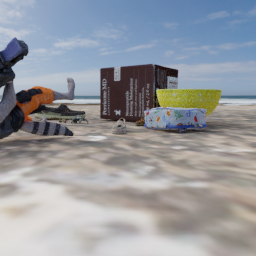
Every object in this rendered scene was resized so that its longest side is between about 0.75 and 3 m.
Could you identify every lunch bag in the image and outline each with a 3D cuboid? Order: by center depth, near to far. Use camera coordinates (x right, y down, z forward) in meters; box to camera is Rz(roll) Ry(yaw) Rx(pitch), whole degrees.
[{"bbox_3d":[1.445,-0.277,8.445,1.452,0.685,1.813,-1,4,-31],"label":"lunch bag"}]

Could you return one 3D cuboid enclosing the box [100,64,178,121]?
[{"bbox_3d":[0.510,-1.488,12.308,2.751,2.282,2.259,4,7,35],"label":"box"}]

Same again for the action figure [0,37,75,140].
[{"bbox_3d":[-2.312,-0.392,5.601,2.987,1.562,2.889,-27,-8,40],"label":"action figure"}]

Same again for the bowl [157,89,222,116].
[{"bbox_3d":[2.226,-0.780,10.360,2.358,1.269,2.358,0,6,0],"label":"bowl"}]

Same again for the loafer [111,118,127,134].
[{"bbox_3d":[-0.238,-0.062,7.757,0.410,0.359,1.140,0,6,4],"label":"loafer"}]

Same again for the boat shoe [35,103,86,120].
[{"bbox_3d":[-3.098,-0.769,12.935,2.293,0.743,0.839,-1,6,-15],"label":"boat shoe"}]

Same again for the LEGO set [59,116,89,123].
[{"bbox_3d":[-2.100,-0.372,10.946,1.236,0.350,0.802,1,6,5],"label":"LEGO set"}]

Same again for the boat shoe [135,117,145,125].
[{"bbox_3d":[0.554,-0.256,9.971,0.328,0.310,0.911,4,7,35],"label":"boat shoe"}]

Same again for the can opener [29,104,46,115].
[{"bbox_3d":[-3.781,-0.616,9.781,1.923,0.756,0.610,-10,-18,22],"label":"can opener"}]
